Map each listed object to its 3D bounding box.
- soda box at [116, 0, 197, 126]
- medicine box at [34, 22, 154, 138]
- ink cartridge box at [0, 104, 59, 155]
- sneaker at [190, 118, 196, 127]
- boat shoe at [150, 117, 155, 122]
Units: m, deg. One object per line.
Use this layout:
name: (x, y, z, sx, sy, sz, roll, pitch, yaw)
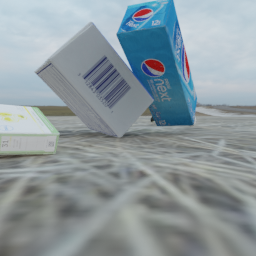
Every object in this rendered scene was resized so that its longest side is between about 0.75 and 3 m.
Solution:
soda box: (0.718, -1.125, 5.624, 0.891, 0.843, 2.627, 0, -36, 25)
medicine box: (-0.795, -0.894, 5.834, 1.063, 1.881, 2.065, -47, 21, -14)
ink cartridge box: (-1.508, -0.002, 3.072, 1.248, 0.299, 0.908, 3, 21, -35)
sneaker: (1.845, -0.514, 8.261, 0.337, 0.912, 0.362, -6, -11, 13)
boat shoe: (1.159, -0.591, 11.568, 0.374, 0.320, 1.023, -8, 31, 39)
